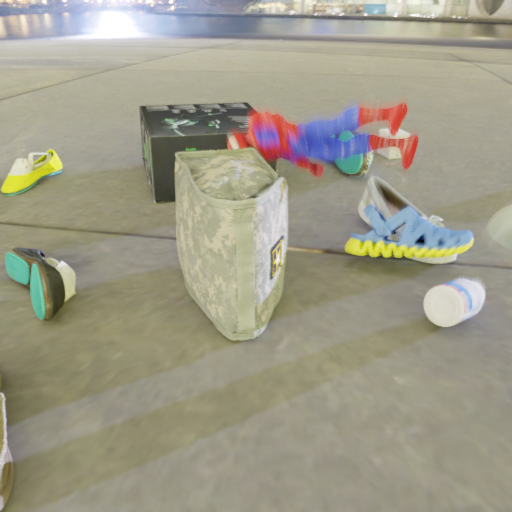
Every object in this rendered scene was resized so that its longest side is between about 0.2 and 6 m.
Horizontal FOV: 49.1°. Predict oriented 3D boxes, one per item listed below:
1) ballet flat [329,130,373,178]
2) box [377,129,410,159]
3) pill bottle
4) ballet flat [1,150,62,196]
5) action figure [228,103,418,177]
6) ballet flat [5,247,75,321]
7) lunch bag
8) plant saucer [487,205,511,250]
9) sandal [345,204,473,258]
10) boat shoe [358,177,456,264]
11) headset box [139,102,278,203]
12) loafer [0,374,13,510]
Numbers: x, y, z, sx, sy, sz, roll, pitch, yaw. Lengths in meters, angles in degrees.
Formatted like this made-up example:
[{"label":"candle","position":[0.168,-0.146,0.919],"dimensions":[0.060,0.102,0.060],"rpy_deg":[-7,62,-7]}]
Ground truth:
[{"label":"ballet flat","position":[2.209,-2.574,13.317],"dimensions":[1.074,1.074,2.892],"rpy_deg":[-9,31,-17]},{"label":"box","position":[3.455,-2.839,14.147],"dimensions":[0.546,0.634,0.637],"rpy_deg":[-9,28,-17]},{"label":"pill bottle","position":[2.626,0.588,7.322],"dimensions":[0.534,0.534,0.951],"rpy_deg":[22,19,37]},{"label":"ballet flat","position":[-4.957,-1.895,12.278],"dimensions":[0.614,0.616,1.837],"rpy_deg":[5,27,19]},{"label":"action figure","position":[0.778,-1.733,8.474],"dimensions":[3.109,1.017,0.804],"rpy_deg":[9,64,40]},{"label":"ballet flat","position":[-2.972,0.294,7.927],"dimensions":[0.676,0.672,1.975],"rpy_deg":[-6,25,-36]},{"label":"lunch bag","position":[-0.301,-0.237,7.503],"dimensions":[1.379,1.924,2.346],"rpy_deg":[-6,27,-14]},{"label":"plant saucer","position":[3.153,-0.239,6.195],"dimensions":[1.100,1.100,0.276],"rpy_deg":[6,65,11]},{"label":"sandal","position":[2.283,-0.365,8.437],"dimensions":[1.864,0.811,0.741],"rpy_deg":[3,2,14]},{"label":"boat shoe","position":[2.533,-0.594,9.483],"dimensions":[0.799,0.695,2.169],"rpy_deg":[-12,38,-22]},{"label":"headset box","position":[-1.109,-2.359,12.311],"dimensions":[2.642,1.407,3.034],"rpy_deg":[-6,28,-14]},{"label":"loafer","position":[-2.874,1.488,5.273],"dimensions":[0.957,0.849,2.518],"rpy_deg":[-13,29,-23]}]
